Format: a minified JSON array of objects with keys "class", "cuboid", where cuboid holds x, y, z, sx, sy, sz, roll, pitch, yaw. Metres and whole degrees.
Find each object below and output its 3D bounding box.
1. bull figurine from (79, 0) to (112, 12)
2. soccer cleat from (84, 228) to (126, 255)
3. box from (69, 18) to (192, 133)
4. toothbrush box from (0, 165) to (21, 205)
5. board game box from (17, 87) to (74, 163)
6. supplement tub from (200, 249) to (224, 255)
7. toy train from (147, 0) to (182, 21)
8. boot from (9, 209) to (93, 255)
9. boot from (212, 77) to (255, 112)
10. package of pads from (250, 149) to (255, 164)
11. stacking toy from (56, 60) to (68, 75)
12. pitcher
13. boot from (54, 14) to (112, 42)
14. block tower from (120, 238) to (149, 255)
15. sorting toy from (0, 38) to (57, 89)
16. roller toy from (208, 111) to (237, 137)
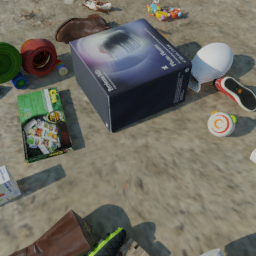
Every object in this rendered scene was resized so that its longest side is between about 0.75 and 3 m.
[{"class":"bull figurine","cuboid":[-1.505,-5.681,12.928,1.494,0.487,0.907,19,24,22]},{"class":"soccer cleat","cuboid":[-0.699,3.169,5.975,0.919,0.766,2.268,43,61,6]},{"class":"box","cuboid":[0.012,-1.819,9.159,2.868,1.782,2.891,-25,56,-17]},{"class":"toothbrush box","cuboid":[-3.459,1.585,7.044,1.185,0.863,0.510,-27,56,-19]},{"class":"board game box","cuboid":[-2.653,-0.199,8.820,1.391,0.311,2.655,-16,53,-9]},{"class":"supplement tub","cuboid":[1.746,3.045,5.339,0.868,0.868,1.202,-21,70,-16]},{"class":"toy train","cuboid":[1.601,-5.264,12.746,1.544,0.430,1.160,37,59,22]},{"class":"boot","cuboid":[-1.516,3.017,5.879,2.178,0.699,2.029,-31,55,-14]},{"class":"boot","cuboid":[3.561,-1.149,9.409,1.530,1.103,0.554,39,92,-10]},{"class":"package of pads","cuboid":[4.229,0.755,7.973,1.251,0.426,0.966,-32,58,-23]},{"class":"stacking toy","cuboid":[-2.505,-2.308,10.499,0.329,0.329,0.770,-18,47,-14]},{"class":"pitcher","cuboid":[2.579,-2.233,9.986,1.992,1.207,1.709,-37,41,-18]},{"class":"boot","cuboid":[-1.273,-3.475,11.136,2.432,0.838,2.610,-34,64,-22]},{"class":"block tower","cuboid":[0.433,3.073,6.188,0.390,0.365,1.350,-38,61,-25]},{"class":"sorting toy","cuboid":[-3.913,-2.373,9.645,2.891,1.737,1.187,-17,49,-42]},{"class":"roller toy","cuboid":[2.761,-0.102,8.297,0.789,0.551,0.720,21,98,29]}]
